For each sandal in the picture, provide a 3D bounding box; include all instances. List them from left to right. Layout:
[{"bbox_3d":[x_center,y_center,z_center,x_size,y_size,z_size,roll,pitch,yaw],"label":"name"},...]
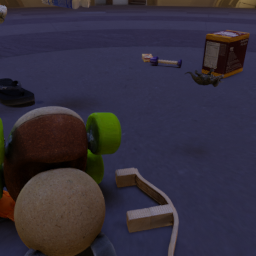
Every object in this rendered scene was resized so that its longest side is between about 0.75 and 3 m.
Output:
[{"bbox_3d":[-4.431,-1.477,10.410,1.068,0.601,2.808,-24,36,-37],"label":"sandal"}]

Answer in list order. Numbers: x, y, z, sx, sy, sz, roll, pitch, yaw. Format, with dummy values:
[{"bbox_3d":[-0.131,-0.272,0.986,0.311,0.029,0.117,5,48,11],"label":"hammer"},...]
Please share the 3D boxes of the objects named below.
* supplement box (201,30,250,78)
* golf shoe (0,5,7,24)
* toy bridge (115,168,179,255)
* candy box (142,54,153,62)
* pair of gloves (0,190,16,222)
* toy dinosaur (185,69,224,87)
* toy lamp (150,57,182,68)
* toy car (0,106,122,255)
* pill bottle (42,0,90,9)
[{"bbox_3d":[4.423,-3.400,12.751,1.722,1.746,1.159,-23,36,-35],"label":"supplement box"},{"bbox_3d":[-4.250,-3.450,8.150,1.420,0.556,0.691,13,48,-9],"label":"golf shoe"},{"bbox_3d":[0.418,1.603,4.990,0.884,0.358,2.631,-6,29,-11],"label":"toy bridge"},{"bbox_3d":[1.050,-3.754,14.996,0.502,0.241,0.870,-2,29,-4],"label":"candy box"},{"bbox_3d":[-2.659,1.679,5.034,1.383,0.192,1.553,16,33,27],"label":"pair of gloves"},{"bbox_3d":[1.725,-1.102,6.345,0.890,0.455,0.343,0,58,15],"label":"toy dinosaur"},{"bbox_3d":[1.868,-3.283,13.945,1.573,0.458,0.458,12,30,15],"label":"toy lamp"},{"bbox_3d":[-1.124,1.301,4.461,2.332,2.240,2.839,-4,52,-28],"label":"toy car"},{"bbox_3d":[-1.798,-3.935,8.214,1.353,0.758,0.758,8,28,-6],"label":"pill bottle"}]
